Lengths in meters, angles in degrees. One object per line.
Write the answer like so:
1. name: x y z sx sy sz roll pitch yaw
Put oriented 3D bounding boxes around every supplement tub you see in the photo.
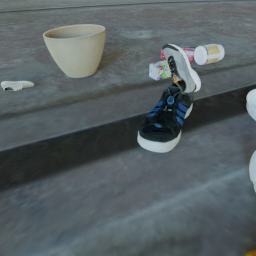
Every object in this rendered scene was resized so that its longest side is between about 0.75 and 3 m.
1. supplement tub: 3.470 -3.160 11.977 1.091 0.789 0.789 -14 34 -22

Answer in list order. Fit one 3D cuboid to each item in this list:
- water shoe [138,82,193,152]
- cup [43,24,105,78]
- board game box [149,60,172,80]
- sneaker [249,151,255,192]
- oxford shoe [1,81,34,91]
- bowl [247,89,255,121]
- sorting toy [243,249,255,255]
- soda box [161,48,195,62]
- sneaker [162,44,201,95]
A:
1. water shoe: 0.996 -0.491 7.239 1.030 1.136 2.880 12 33 18
2. cup: -1.893 -2.861 10.613 2.261 1.617 2.261 -4 31 2
3. board game box: 1.362 -2.228 10.693 0.993 0.521 0.511 -20 37 -28
4. sneaker: 3.040 1.187 5.016 1.077 0.777 2.051 7 37 -12
5. oxford shoe: -3.784 -1.427 9.627 1.052 0.396 0.304 -6 72 -24
6. bowl: 3.790 -0.495 7.694 1.236 0.556 1.236 3 46 -3
7. sorting toy: 1.785 2.227 3.467 0.690 0.695 2.004 -13 23 24
8. soda box: 2.209 -3.312 12.496 1.440 0.504 0.456 8 32 13
9. sneaker: 0.948 -1.111 5.252 0.423 0.394 1.067 -29 85 -24
